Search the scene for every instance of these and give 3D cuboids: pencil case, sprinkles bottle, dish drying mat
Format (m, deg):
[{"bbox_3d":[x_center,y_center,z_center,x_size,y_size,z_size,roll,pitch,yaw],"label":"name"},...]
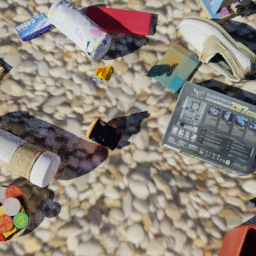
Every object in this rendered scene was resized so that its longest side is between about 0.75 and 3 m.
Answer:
[{"bbox_3d":[-1.541,-3.098,8.912,2.155,0.896,0.978,44,69,9],"label":"pencil case"},{"bbox_3d":[-3.449,0.655,8.078,2.908,0.992,0.992,25,79,5],"label":"sprinkles bottle"},{"bbox_3d":[-0.322,-3.587,9.390,2.141,0.195,0.822,7,79,1],"label":"dish drying mat"}]

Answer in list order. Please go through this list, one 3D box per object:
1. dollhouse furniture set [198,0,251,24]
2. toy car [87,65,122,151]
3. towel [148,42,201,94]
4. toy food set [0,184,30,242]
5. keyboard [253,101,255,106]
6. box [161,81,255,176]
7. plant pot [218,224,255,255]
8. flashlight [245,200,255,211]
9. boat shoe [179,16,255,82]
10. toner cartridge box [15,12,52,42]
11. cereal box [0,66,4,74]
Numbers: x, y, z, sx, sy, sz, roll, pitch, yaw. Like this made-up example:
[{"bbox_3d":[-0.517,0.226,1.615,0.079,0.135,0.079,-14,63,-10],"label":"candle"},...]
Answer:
[{"bbox_3d":[3.148,-4.281,8.825,1.483,1.571,1.025,-25,80,-5],"label":"dollhouse furniture set"},{"bbox_3d":[-0.643,-0.573,8.289,1.175,0.797,2.395,9,96,-41],"label":"toy car"},{"bbox_3d":[1.525,-1.947,9.066,1.096,0.162,1.494,37,79,6],"label":"towel"},{"bbox_3d":[-3.564,2.392,7.953,1.625,0.399,1.642,-35,82,-1],"label":"toy food set"},{"bbox_3d":[4.986,-1.444,8.870,1.604,0.343,2.672,39,80,8],"label":"keyboard"},{"bbox_3d":[2.561,0.010,8.380,2.629,0.671,2.073,21,80,5],"label":"box"},{"bbox_3d":[3.236,3.761,6.890,2.313,2.040,2.315,24,80,4],"label":"plant pot"},{"bbox_3d":[3.833,2.346,8.083,0.820,0.279,0.277,26,101,2],"label":"flashlight"},{"bbox_3d":[2.658,-2.478,8.728,2.676,1.000,0.915,35,76,8],"label":"boat shoe"},{"bbox_3d":[-3.145,-3.351,9.309,1.081,0.233,0.514,-30,80,-6],"label":"toner cartridge box"},{"bbox_3d":[-4.552,-1.930,9.040,0.896,0.177,0.645,38,81,7],"label":"cereal box"}]
